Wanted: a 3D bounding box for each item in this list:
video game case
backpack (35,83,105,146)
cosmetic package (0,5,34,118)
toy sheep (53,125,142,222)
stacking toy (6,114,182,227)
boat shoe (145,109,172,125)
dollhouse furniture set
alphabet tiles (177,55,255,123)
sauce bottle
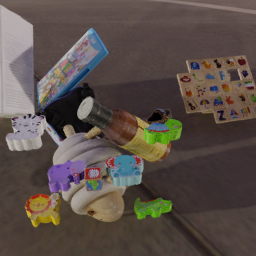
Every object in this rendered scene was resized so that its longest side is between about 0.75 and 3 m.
[{"bbox_3d":[-1.963,-1.925,9.318,2.877,0.256,2.059,-41,38,12],"label":"video game case"},{"bbox_3d":[-1.322,-0.097,6.804,1.500,1.429,1.156,-36,7,-24],"label":"backpack"},{"bbox_3d":[-3.569,-1.776,8.088,1.030,2.891,1.466,-2,-2,16],"label":"cosmetic package"},{"bbox_3d":[-0.732,0.800,5.533,1.563,1.563,2.266,-15,55,-23],"label":"toy sheep"},{"bbox_3d":[-0.495,0.720,4.626,2.648,1.997,0.622,-2,38,-6],"label":"stacking toy"},{"bbox_3d":[0.939,-0.295,8.311,0.468,0.469,1.297,24,42,26],"label":"boat shoe"},{"bbox_3d":[2.765,-1.166,8.854,1.150,1.342,1.411,-3,-2,11],"label":"dollhouse furniture set"},{"bbox_3d":[2.665,-1.132,8.150,2.398,0.090,2.004,-8,76,-13],"label":"alphabet tiles"},{"bbox_3d":[-0.020,0.045,5.304,2.068,0.682,0.682,32,11,-37],"label":"sauce bottle"}]
